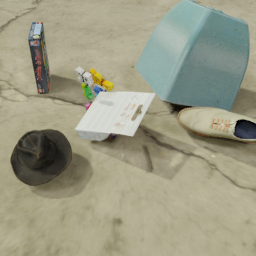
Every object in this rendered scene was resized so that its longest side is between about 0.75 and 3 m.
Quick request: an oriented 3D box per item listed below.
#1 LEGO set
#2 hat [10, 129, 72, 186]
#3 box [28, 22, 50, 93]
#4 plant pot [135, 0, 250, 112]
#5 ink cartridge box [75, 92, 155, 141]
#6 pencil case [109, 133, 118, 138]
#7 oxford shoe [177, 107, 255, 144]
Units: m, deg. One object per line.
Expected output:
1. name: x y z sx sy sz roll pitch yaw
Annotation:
1. LEGO set: -0.769 -0.985 7.488 0.704 1.715 0.654 28 62 21
2. hat: -1.997 0.459 6.182 1.519 0.613 1.519 -4 51 4
3. box: -2.749 -2.185 8.788 0.345 1.830 1.250 -4 42 -9
4. plant pot: 1.888 -2.094 7.711 2.290 2.333 2.284 7 30 -25
5. ink cartridge box: -0.274 -0.295 6.938 1.742 0.412 1.394 6 52 33
6. pencil case: -0.388 -0.267 7.658 0.481 0.473 1.126 -13 40 13
7. oxford shoe: 2.275 -0.123 6.737 2.172 0.769 0.802 9 0 11
